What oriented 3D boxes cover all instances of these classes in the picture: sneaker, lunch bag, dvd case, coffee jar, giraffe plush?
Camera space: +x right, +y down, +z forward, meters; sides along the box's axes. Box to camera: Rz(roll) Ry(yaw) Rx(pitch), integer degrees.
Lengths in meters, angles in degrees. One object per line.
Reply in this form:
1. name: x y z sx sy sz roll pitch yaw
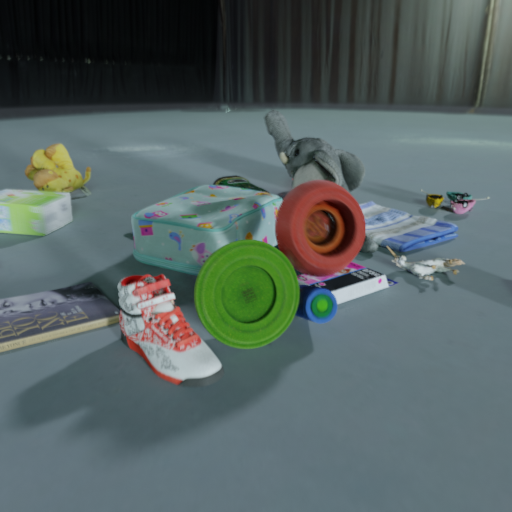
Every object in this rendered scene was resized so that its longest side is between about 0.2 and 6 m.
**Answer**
1. sneaker: -1.165 0.866 7.141 0.649 1.041 1.943 -17 26 -39
2. lunch bag: -0.924 -0.582 11.088 2.351 1.130 2.932 8 21 26
3. dvd case: -3.259 0.886 8.405 2.085 0.167 1.550 -13 23 -31
4. coffee jar: -0.398 -1.421 13.879 1.026 0.840 1.968 -7 22 -19
5. giraffe plush: -5.418 -1.930 15.005 1.808 1.560 1.466 33 26 -14

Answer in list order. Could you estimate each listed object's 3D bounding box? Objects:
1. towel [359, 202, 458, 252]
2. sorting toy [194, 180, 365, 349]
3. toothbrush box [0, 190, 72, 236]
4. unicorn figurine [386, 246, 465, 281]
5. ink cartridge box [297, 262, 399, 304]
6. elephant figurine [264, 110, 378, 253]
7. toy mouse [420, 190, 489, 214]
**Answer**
1. towel: 2.892 -0.716 12.697 1.999 0.324 2.722 -14 24 -33
2. sorting toy: 0.358 0.188 8.213 2.923 1.756 1.200 -38 12 -15
3. toothbrush box: -5.349 -1.022 12.910 1.728 0.744 1.258 3 20 13
4. unicorn figurine: 3.053 0.180 10.119 1.220 0.451 0.838 8 6 -21
5. ink cartridge box: 1.546 0.430 9.527 1.769 0.328 0.837 -11 22 -35
6. elephant figurine: 1.289 -1.558 11.491 2.084 2.686 1.900 -2 19 -8
7. toy mouse: 5.218 -1.362 14.476 1.550 0.338 1.744 0 20 1
